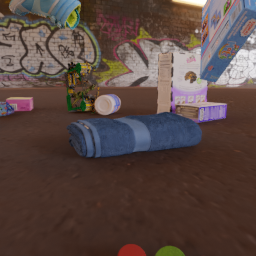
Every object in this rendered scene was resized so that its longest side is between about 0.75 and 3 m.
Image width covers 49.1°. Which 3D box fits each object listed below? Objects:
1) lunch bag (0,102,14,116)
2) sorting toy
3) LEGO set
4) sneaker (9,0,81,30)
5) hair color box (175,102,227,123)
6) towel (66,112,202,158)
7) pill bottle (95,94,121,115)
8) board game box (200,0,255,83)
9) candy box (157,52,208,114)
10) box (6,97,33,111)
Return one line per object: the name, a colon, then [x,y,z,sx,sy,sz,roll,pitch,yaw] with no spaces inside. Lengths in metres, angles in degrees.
lunch bag: [-5.430,-0.755,11.902,0.914,0.571,1.214,-3,-2,-9]
sorting toy: [0.303,1.093,2.317,0.754,0.261,0.260,0,-13,10]
LEGO set: [-1.853,-1.777,12.820,1.445,2.495,1.918,-7,-8,-42]
sneaker: [-2.507,-3.615,8.645,2.638,1.722,1.049,-2,47,50]
hair color box: [2.784,-0.625,10.606,1.905,0.617,1.041,-7,13,-41]
towel: [0.141,0.093,6.370,2.831,0.687,1.580,-4,12,-23]
pill bottle: [-0.818,-1.060,12.342,0.847,0.847,1.512,3,10,16]
board game box: [2.154,-2.564,6.117,0.460,2.513,1.901,12,-30,-5]
candy box: [2.345,-1.869,11.933,2.153,2.567,0.918,-6,11,-33]
box: [-5.263,-1.173,13.688,1.064,0.585,1.210,-2,11,-12]
